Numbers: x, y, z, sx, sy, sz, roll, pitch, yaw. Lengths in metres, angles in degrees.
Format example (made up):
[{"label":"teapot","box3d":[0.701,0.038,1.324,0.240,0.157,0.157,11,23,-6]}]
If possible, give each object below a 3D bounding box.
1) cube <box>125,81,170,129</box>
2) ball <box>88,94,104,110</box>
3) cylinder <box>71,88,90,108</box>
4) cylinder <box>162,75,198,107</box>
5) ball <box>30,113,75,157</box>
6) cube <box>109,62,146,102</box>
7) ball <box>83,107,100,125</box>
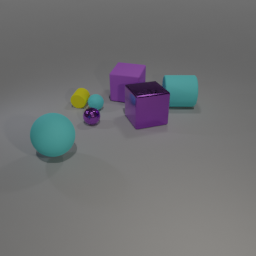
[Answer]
[{"label":"cube","box3d":[0.740,-0.955,11.344,1.400,1.400,1.400,-10,31,-16]},{"label":"ball","box3d":[-1.418,-1.143,12.355,0.700,0.700,0.700,0,29,0]},{"label":"cylinder","box3d":[-2.161,-1.362,12.715,0.700,0.700,0.700,6,35,10]},{"label":"cylinder","box3d":[2.300,-1.659,12.580,1.400,1.400,1.400,0,29,0]},{"label":"ball","box3d":[-2.393,0.216,8.947,1.400,1.400,1.400,0,29,0]},{"label":"cube","box3d":[0.010,-2.150,13.297,1.400,1.400,1.400,9,37,12]},{"label":"ball","box3d":[-1.454,-0.479,11.217,0.700,0.700,0.700,0,29,0]}]
